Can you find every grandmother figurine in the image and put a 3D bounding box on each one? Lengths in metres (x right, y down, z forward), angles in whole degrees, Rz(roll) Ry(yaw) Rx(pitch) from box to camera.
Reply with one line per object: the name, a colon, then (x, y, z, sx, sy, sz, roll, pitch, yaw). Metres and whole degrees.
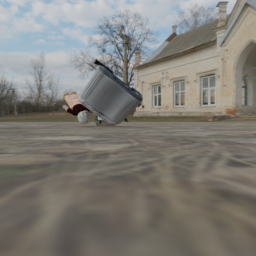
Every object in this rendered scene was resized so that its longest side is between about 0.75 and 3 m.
grandmother figurine: (-1.995, -0.809, 11.291, 1.168, 0.583, 1.926, -20, 44, -16)

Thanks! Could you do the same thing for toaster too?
toaster: (-0.717, -1.207, 10.251, 2.364, 1.527, 1.343, 37, 11, -11)

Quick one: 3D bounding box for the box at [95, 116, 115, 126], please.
box: (-1.016, -0.319, 12.417, 0.832, 0.250, 0.485, 1, -30, 1)
